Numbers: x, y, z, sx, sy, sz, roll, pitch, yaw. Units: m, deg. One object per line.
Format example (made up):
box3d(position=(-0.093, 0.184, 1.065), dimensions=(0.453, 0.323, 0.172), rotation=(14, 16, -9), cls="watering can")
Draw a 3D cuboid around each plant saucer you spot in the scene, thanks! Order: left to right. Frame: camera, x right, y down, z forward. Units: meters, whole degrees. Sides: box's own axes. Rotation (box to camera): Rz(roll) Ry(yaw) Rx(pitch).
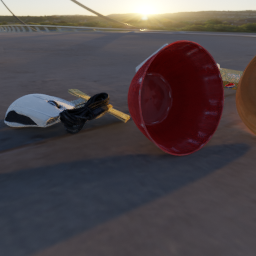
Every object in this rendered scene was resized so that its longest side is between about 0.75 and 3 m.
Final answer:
box3d(position=(3.632, -1.047, 6.145), dimensions=(0.526, 2.811, 2.811), rotation=(27, 5, -36), cls="plant saucer")

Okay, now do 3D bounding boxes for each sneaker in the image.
box3d(position=(-1.448, -0.565, 7.956), dimensions=(1.001, 0.403, 0.382), rotation=(-16, 39, 15), cls="sneaker")

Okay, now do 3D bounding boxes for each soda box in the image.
box3d(position=(3.763, -1.672, 9.806), dimensions=(1.511, 0.512, 0.484), rotation=(7, -22, -11), cls="soda box")

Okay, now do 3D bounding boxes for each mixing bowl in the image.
box3d(position=(0.840, -0.610, 6.004), dimensions=(2.256, 2.256, 1.222), rotation=(-14, 12, -30), cls="mixing bowl")

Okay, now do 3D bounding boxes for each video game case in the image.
box3d(position=(1.602, -1.935, 9.088), dimensions=(2.222, 0.200, 1.591), rotation=(11, -22, -30), cls="video game case")

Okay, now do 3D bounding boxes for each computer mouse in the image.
box3d(position=(-1.895, -0.460, 6.588), dimensions=(2.987, 0.655, 1.638), rotation=(2, 25, 31), cls="computer mouse")

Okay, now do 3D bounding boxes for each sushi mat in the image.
box3d(position=(-0.721, -0.600, 7.196), dimensions=(1.657, 0.100, 0.793), rotation=(27, 12, 5), cls="sushi mat")
